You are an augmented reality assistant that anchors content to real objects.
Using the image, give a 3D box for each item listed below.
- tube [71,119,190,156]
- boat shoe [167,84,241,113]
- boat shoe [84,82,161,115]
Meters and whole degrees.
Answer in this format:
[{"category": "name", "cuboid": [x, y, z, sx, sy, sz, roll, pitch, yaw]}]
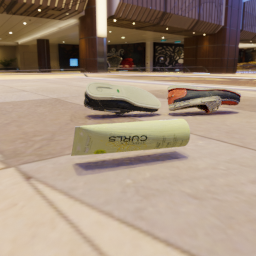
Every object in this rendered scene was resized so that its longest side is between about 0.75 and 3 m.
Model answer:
[{"category": "tube", "cuboid": [0.078, 0.185, 5.234, 2.229, 0.647, 0.579, -3, 11, -21]}, {"category": "boat shoe", "cuboid": [2.742, -0.963, 10.037, 2.807, 0.878, 0.999, 3, -14, -13]}, {"category": "boat shoe", "cuboid": [-0.183, -0.915, 9.729, 2.696, 0.912, 0.968, 7, 45, -16]}]
